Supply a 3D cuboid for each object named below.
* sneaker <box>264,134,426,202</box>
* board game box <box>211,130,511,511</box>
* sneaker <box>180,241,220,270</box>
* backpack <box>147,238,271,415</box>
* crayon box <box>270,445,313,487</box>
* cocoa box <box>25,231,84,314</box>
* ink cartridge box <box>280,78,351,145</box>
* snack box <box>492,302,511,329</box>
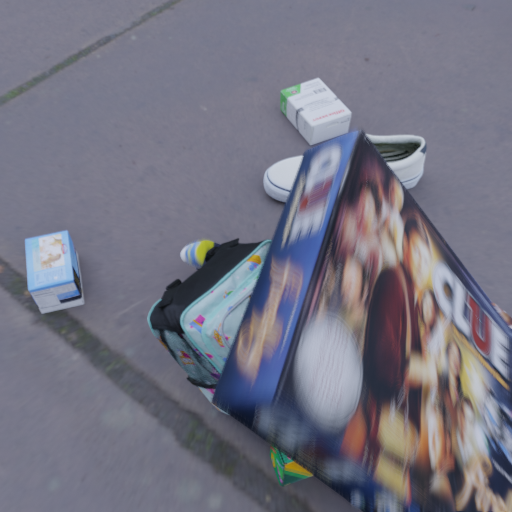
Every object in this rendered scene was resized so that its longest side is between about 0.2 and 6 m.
[{"bbox_3d":[1.677,-1.788,10.584,3.131,1.109,1.143,-10,54,-7],"label":"sneaker"},{"bbox_3d":[1.847,1.348,6.360,0.821,4.743,3.213,-18,39,41],"label":"board game box"},{"bbox_3d":[-0.680,0.046,9.249,0.548,1.334,0.493,-9,70,37],"label":"sneaker"},{"bbox_3d":[0.018,1.128,7.590,1.753,2.287,2.010,4,38,47],"label":"backpack"},{"bbox_3d":[1.056,2.418,7.476,1.724,1.024,0.502,-16,55,-11],"label":"crayon box"},{"bbox_3d":[-3.342,0.258,9.288,0.734,0.722,1.100,-14,54,-10],"label":"cocoa box"},{"bbox_3d":[1.241,-3.063,11.887,0.977,0.563,1.339,-22,56,-15],"label":"ink cartridge box"},{"bbox_3d":[4.129,1.556,8.606,0.723,0.245,2.012,-33,60,-23],"label":"snack box"}]
